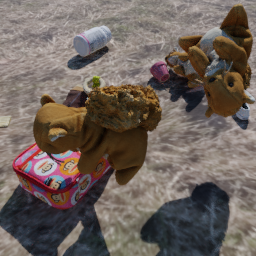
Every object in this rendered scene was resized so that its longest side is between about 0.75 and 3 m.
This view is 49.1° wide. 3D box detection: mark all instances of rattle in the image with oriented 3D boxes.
[{"bbox_3d":[-1.391,-1.382,11.922,0.989,1.086,1.520,-6,56,-18],"label":"rattle"}]

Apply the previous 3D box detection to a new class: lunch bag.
[{"bbox_3d":[-2.045,0.936,9.065,2.638,1.227,2.995,19,44,27],"label":"lunch bag"}]

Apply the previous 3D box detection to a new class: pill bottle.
[{"bbox_3d":[-1.935,-4.897,15.616,1.171,1.171,2.065,27,48,27],"label":"pill bottle"}]

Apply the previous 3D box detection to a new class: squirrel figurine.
[{"bbox_3d":[2.888,-1.444,8.126,2.015,2.848,2.658,-19,51,28],"label":"squirrel figurine"},{"bbox_3d":[-0.724,-0.171,6.759,2.728,2.923,2.069,18,41,-36],"label":"squirrel figurine"},{"bbox_3d":[2.993,-3.134,13.633,2.332,1.650,2.177,-16,31,-38],"label":"squirrel figurine"}]

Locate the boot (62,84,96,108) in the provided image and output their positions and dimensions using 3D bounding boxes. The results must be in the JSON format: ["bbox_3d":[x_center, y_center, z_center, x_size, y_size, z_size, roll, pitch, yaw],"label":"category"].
[{"bbox_3d":[-1.814,-1.083,11.877,1.827,0.661,1.519,17,56,17],"label":"boot"}]

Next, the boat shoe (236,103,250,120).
[{"bbox_3d":[4.657,-1.091,11.751,0.645,0.573,1.752,-7,42,-8],"label":"boat shoe"}]

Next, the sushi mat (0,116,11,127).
[{"bbox_3d":[-5.364,-0.224,11.144,1.314,0.080,0.629,-5,41,-5],"label":"sushi mat"}]

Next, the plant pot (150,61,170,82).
[{"bbox_3d":[1.586,-2.654,13.424,0.835,0.835,0.748,-18,59,-19],"label":"plant pot"}]
